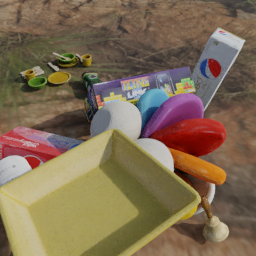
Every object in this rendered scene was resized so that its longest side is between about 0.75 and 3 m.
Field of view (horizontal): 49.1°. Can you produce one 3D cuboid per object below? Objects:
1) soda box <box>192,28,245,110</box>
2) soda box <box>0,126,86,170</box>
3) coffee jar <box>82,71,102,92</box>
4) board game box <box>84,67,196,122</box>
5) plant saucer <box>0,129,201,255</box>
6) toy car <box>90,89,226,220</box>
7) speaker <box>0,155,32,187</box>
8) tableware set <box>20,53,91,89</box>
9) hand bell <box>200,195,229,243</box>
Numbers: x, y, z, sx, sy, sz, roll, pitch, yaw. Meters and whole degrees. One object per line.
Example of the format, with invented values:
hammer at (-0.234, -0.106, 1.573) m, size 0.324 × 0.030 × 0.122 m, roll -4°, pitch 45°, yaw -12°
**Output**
soda box at (2.204, -1.442, 7.648) m, size 0.790 × 2.319 × 0.738 m, roll 31°, pitch 47°, yaw 12°
soda box at (-1.404, 0.795, 6.130) m, size 2.946 × 0.934 × 1.031 m, roll 12°, pitch 21°, yaw 12°
coffee jar at (-1.128, -1.428, 9.078) m, size 0.555 × 0.454 × 1.065 m, roll -9°, pitch 43°, yaw -23°
board game box at (0.172, -0.825, 7.344) m, size 2.447 × 2.023 × 0.694 m, roll -13°, pitch 87°, yaw -16°
plant saucer at (-0.467, 0.999, 3.608) m, size 2.019 × 0.489 × 2.020 m, roll -28°, pitch 37°, yaw -20°
toy car at (0.791, 0.281, 5.529) m, size 2.390 × 2.048 × 2.731 m, roll 26°, pitch 22°, yaw -45°
speaker at (-1.682, 1.257, 4.667) m, size 0.719 × 0.719 × 1.770 m, roll -27°, pitch 50°, yaw -26°
tableware set at (-2.447, -2.117, 9.825) m, size 2.484 × 0.381 × 1.673 m, roll -26°, pitch 47°, yaw -25°
hand bell at (1.546, 1.641, 5.291) m, size 0.496 × 0.952 × 0.496 m, roll -20°, pitch 25°, yaw 9°
